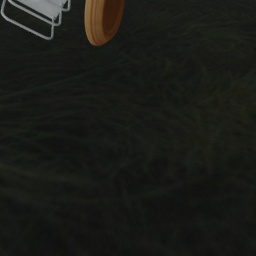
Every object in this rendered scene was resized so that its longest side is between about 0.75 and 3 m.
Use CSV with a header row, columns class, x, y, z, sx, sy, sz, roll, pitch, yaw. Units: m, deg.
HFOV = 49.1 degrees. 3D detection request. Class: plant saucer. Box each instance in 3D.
class,x,y,z,sx,sy,sz,roll,pitch,yaw
plant saucer,-0.410,-2.494,5.765,0.304,1.624,1.624,18,46,11

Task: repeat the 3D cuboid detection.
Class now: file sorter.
class,x,y,z,sx,sy,sz,roll,pitch,yaw
file sorter,-2.105,-3.641,7.139,1.544,2.226,1.386,20,46,-33
